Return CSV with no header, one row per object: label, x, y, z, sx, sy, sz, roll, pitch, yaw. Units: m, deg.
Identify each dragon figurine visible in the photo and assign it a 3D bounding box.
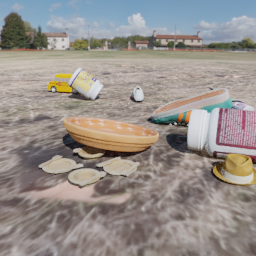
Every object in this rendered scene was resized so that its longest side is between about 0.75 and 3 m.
dragon figurine,3.907,-1.085,12.440,2.389,1.188,0.703,19,15,-4

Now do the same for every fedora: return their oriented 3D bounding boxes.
fedora,2.565,0.903,6.543,1.164,0.475,1.164,0,18,0

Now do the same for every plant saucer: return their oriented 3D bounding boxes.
plant saucer,-0.497,0.165,8.061,2.735,0.512,2.735,9,8,-1

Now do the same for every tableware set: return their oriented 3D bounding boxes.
tableware set,-0.956,0.892,6.937,2.197,0.255,1.835,16,24,40

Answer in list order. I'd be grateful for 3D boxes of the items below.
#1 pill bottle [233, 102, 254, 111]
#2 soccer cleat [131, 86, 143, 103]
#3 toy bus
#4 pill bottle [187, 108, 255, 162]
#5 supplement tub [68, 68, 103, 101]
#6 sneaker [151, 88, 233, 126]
pill bottle,4.767,-0.753,11.679,0.537,0.537,0.948,-2,17,-7
soccer cleat,0.530,-1.865,14.849,0.610,0.753,1.745,-2,17,-6
toy bus,-3.443,-2.663,16.799,2.781,1.089,0.905,6,19,19
pill bottle,2.837,0.161,7.442,2.333,1.332,1.332,7,19,19
supplement tub,-2.179,-2.241,14.562,1.549,1.126,1.126,34,17,-7
sneaker,2.294,-0.464,10.222,2.951,1.179,1.053,-14,22,28
